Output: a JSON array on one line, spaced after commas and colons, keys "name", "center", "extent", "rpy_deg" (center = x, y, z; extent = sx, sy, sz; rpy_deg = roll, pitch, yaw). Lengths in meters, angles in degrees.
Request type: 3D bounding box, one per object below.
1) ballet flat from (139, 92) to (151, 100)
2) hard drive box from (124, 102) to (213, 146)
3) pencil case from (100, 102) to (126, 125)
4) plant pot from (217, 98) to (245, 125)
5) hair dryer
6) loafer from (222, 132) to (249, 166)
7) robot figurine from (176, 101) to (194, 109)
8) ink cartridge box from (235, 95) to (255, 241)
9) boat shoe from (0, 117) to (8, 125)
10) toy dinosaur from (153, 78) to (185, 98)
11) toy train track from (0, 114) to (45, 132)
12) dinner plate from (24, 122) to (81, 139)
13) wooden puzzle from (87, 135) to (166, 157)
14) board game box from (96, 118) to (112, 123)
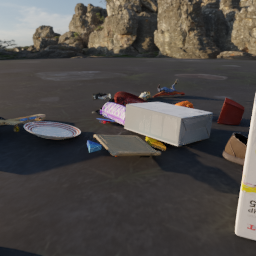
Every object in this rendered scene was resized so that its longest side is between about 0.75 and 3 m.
[{"name": "ballet flat", "center": [0.946, -1.884, 16.583], "extent": [0.499, 0.462, 1.415], "rpy_deg": [9, 20, 21]}, {"name": "hard drive box", "center": [1.473, -0.264, 10.460], "extent": [2.019, 0.995, 2.591], "rpy_deg": [-8, 19, -43]}, {"name": "pencil case", "center": [-0.400, -0.590, 11.955], "extent": [0.793, 0.779, 1.855], "rpy_deg": [-16, 24, -37]}, {"name": "plant pot", "center": [4.505, -0.645, 12.165], "extent": [0.884, 1.003, 1.002], "rpy_deg": [20, 23, 16]}, {"name": "hair dryer", "center": [-0.427, -1.157, 14.417], "extent": [2.918, 0.793, 2.223], "rpy_deg": [-7, 36, -7]}, {"name": "loafer", "center": [3.897, 0.740, 7.834], "extent": [2.592, 0.920, 0.946], "rpy_deg": [16, 24, 41]}, {"name": "robot figurine", "center": [2.574, -0.864, 13.135], "extent": [1.201, 0.701, 0.864], "rpy_deg": [-16, 27, -42]}, {"name": "ink cartridge box", "center": [3.232, 0.698, 5.291], "extent": [1.892, 2.578, 1.883], "rpy_deg": [8, 21, 24]}, {"name": "boat shoe", "center": [-5.495, -0.322, 12.036], "extent": [1.082, 0.337, 0.404], "rpy_deg": [-2, 16, -9]}, {"name": "toy dinosaur", "center": [2.667, -2.187, 17.661], "extent": [1.687, 1.859, 0.976], "rpy_deg": [25, -16, 10]}, {"name": "toy train track", "center": [-4.504, -0.157, 11.433], "extent": [1.699, 0.482, 2.962], "rpy_deg": [4, 12, 24]}, {"name": "dinner plate", "center": [-2.810, 0.111, 10.450], "extent": [2.063, 0.250, 2.063], "rpy_deg": [11, 13, -3]}, {"name": "wooden puzzle", "center": [-0.036, 0.587, 8.905], "extent": [2.829, 0.331, 1.908], "rpy_deg": [5, 14, -23]}, {"name": "board game box", "center": [-0.985, -0.282, 12.123], "extent": [0.799, 0.156, 0.632], "rpy_deg": [8, 4, -13]}]
